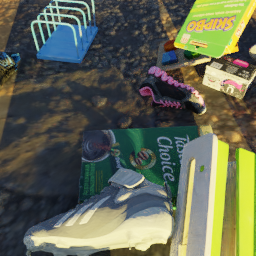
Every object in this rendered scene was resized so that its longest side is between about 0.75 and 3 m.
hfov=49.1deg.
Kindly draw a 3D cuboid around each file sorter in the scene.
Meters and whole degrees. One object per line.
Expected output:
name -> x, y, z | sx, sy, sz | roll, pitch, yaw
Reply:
file sorter -> -2.036, -3.343, 9.235 | 1.484, 1.312, 2.138 | 8, 48, 8

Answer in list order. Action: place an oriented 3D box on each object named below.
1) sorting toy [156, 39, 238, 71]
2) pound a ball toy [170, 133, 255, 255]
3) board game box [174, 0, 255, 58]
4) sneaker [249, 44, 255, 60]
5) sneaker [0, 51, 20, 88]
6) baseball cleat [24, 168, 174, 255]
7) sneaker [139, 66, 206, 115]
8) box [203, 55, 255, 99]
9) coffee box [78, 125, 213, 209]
sorting toy -> 2.017, -2.476, 8.516 | 2.395, 0.321, 1.785 | -9, 42, 24
pound a ball toy -> 1.597, 1.784, 4.354 | 1.874, 1.221, 2.875 | 20, 64, -16
board game box -> 2.353, -3.084, 6.636 | 1.426, 0.447, 2.985 | 31, 92, 40
sneaker -> 4.494, -1.912, 8.261 | 0.854, 0.809, 2.079 | -32, 55, -25
sneaker -> -3.653, -1.776, 8.260 | 0.694, 0.620, 1.693 | -5, 48, -4
baseball cleat -> -0.499, 1.468, 4.804 | 2.614, 0.911, 1.391 | -10, 48, 16
sneaker -> 1.104, -0.803, 7.428 | 1.998, 0.789, 0.953 | 37, 78, 30
box -> 2.867, -1.470, 7.931 | 1.213, 0.696, 0.802 | 28, 55, 25
coffee box -> 0.493, 0.796, 5.876 | 2.912, 0.640, 1.790 | -1, 48, -1
